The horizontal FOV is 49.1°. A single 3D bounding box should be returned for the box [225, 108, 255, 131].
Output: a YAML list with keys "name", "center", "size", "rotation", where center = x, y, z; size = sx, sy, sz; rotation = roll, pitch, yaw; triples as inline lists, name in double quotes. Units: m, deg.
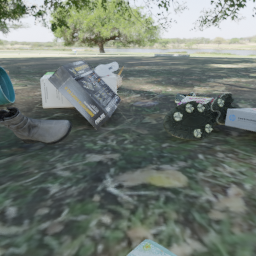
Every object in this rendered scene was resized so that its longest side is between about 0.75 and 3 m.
- name: "box"
  center: [4.092, -0.180, 7.606]
  size: [2.431, 0.500, 1.895]
  rotation: [-3, 13, -45]

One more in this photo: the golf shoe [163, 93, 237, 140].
- name: "golf shoe"
  center: [1.945, -0.225, 8.021]
  size: [2.717, 1.049, 1.197]
  rotation: [-14, -3, -33]

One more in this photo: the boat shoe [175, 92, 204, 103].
- name: "boat shoe"
  center: [2.680, -1.287, 11.810]
  size: [1.406, 0.434, 0.512]
  rotation: [-3, 18, -9]

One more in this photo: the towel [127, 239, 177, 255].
- name: "towel"
  center: [0.293, 1.610, 3.018]
  size: [0.863, 0.208, 0.738]
  rotation: [15, 22, 39]

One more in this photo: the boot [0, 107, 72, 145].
- name: "boot"
  center: [-2.237, -0.080, 6.540]
  size: [1.657, 1.091, 0.578]
  rotation: [-10, 54, 23]

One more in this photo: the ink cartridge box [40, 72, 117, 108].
- name: "ink cartridge box"
  center: [-1.974, -1.642, 11.624]
  size: [2.877, 1.208, 2.093]
  rotation: [-3, 18, -8]

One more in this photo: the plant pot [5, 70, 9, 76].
- name: "plant pot"
  center: [-6.834, -2.050, 12.747]
  size: [2.667, 1.231, 2.667]
  rotation: [4, 17, -1]

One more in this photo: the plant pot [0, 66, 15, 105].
- name: "plant pot"
  center: [-5.476, -1.517, 11.039]
  size: [1.417, 1.508, 1.508]
  rotation: [-17, 19, -2]

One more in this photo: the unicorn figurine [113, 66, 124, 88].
- name: "unicorn figurine"
  center: [-1.289, -2.303, 14.326]
  size: [2.055, 1.105, 2.992]
  rotation: [8, 31, -7]

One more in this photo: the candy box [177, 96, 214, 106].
- name: "candy box"
  center: [2.443, -0.758, 10.049]
  size: [1.072, 0.480, 1.573]
  rotation: [7, 19, 20]

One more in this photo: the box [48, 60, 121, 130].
- name: "box"
  center: [-1.263, -1.202, 9.174]
  size: [0.620, 2.030, 2.563]
  rotation: [-42, 9, 16]

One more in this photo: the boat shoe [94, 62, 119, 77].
- name: "boat shoe"
  center: [-0.913, -2.263, 10.858]
  size: [0.426, 0.451, 1.258]
  rotation: [-8, 19, 44]
